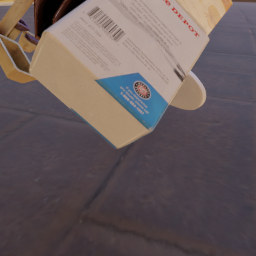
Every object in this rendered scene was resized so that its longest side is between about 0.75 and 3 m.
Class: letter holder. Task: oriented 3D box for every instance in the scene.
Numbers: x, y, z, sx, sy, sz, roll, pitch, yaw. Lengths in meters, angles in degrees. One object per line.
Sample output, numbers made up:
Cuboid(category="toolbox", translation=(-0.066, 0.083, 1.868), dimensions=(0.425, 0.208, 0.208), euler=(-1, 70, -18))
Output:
Cuboid(category="letter holder", translation=(-1.332, -2.968, 6.590), dimensions=(0.943, 1.333, 1.875), euler=(25, 62, -4))

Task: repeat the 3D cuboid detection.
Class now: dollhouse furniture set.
Cuboid(category="dollhouse furniture set", translation=(-2.464, -2.466, 7.438), dimensions=(2.589, 1.837, 2.051), euler=(54, 18, 24))

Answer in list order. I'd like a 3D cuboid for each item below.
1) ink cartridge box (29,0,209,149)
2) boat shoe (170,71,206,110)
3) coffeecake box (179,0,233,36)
Cuboid(category="ink cartridge box", translation=(0.017, -1.184, 4.394), dimensions=(1.773, 1.039, 2.421), euler=(43, 53, -10))
Cuboid(category="boat shoe", translation=(0.764, -1.364, 6.459), dimensions=(2.525, 0.895, 0.882), euler=(35, 39, 17))
Cuboid(category="coffeecake box", translation=(2.135, -4.203, 9.872), dimensions=(2.782, 2.136, 1.016), euler=(-51, 35, -7))
